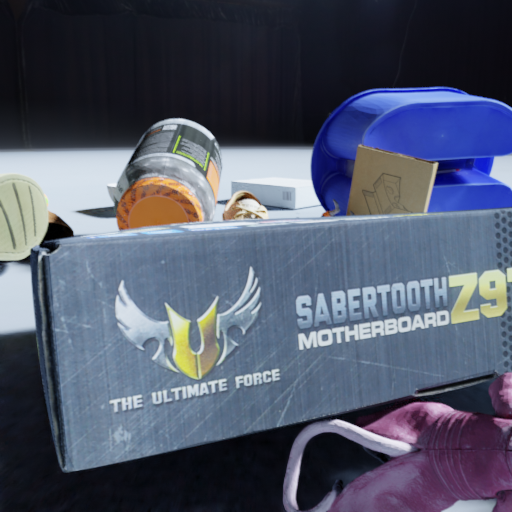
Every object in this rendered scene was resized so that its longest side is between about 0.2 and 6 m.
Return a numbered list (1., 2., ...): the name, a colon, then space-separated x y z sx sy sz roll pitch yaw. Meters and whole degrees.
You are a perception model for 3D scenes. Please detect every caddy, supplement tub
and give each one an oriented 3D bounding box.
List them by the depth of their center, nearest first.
1. supplement tub: -1.340 -1.084 8.776 1.513 1.513 2.469 0 31 1
2. caddy: 2.752 -1.582 9.699 3.569 2.523 1.873 -5 18 -13

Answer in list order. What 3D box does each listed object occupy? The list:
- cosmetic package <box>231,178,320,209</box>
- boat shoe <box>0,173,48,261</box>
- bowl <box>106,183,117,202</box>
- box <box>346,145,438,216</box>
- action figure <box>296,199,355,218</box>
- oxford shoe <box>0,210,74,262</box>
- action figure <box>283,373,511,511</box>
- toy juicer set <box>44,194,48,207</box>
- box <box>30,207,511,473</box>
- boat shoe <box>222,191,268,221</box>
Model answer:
1. cosmetic package: 0.688 -1.605 14.015 2.174 0.562 1.639 13 20 44
2. boat shoe: -3.592 -0.285 6.667 1.053 1.150 3.078 -3 18 9
3. bowl: -2.356 -1.333 12.751 1.680 0.627 1.678 -14 19 -42
4. box: 1.939 -0.810 8.251 1.179 1.442 0.153 21 30 28
5. action figure: 0.902 -0.360 8.257 0.553 1.022 1.057 55 20 20
6. oxford shoe: -3.659 -0.286 8.030 0.862 0.862 2.418 20 22 24
7. action figure: 0.896 0.822 2.464 0.985 0.886 1.323 23 -30 -24
8. toy juicer set: -6.105 -1.358 12.391 3.091 0.841 1.966 3 14 15
9. box: 0.437 0.200 4.339 4.035 1.029 3.182 -5 2 -21
10. boat shoe: -0.183 -0.468 8.247 0.813 0.763 2.205 8 18 -11
